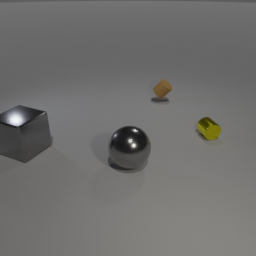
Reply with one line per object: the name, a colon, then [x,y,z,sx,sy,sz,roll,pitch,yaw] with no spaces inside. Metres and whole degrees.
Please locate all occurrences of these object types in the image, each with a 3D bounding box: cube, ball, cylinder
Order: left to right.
cube: [-3.797,0.163,10.042,1.400,1.400,1.400,13,31,24]
ball: [0.052,0.621,9.099,1.400,1.400,1.400,0,28,0]
cylinder: [1.738,-1.971,14.060,0.700,0.700,0.700,31,36,-26]
cylinder: [3.197,0.015,11.067,0.700,0.700,0.700,-7,29,-13]
